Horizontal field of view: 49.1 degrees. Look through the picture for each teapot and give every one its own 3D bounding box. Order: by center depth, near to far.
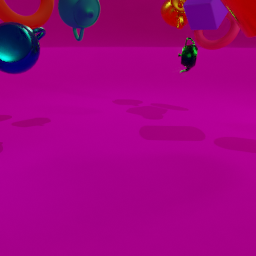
[{"bbox_3d":[-2.490,-1.616,6.021,1.781,1.108,0.872,-42,2,-13],"label":"teapot"},{"bbox_3d":[-1.269,-3.371,7.750,1.202,1.933,0.946,-16,45,-40],"label":"teapot"},{"bbox_3d":[1.921,-2.285,9.054,0.604,1.235,0.768,9,28,12],"label":"teapot"},{"bbox_3d":[1.874,-4.535,10.593,1.216,1.955,0.957,2,-21,-16],"label":"teapot"}]

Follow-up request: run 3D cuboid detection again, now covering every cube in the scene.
[{"bbox_3d":[2.581,-3.949,9.239,0.981,0.981,0.981,16,63,39],"label":"cube"}]

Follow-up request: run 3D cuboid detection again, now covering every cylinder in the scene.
[{"bbox_3d":[3.116,-3.140,6.778,1.327,1.327,1.327,-40,14,12],"label":"cylinder"}]

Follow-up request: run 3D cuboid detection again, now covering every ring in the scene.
[{"bbox_3d":[-2.970,-3.765,7.835,0.394,1.972,1.972,13,22,43],"label":"ring"},{"bbox_3d":[3.182,-3.589,10.084,1.630,1.630,0.326,12,-6,34],"label":"ring"}]
